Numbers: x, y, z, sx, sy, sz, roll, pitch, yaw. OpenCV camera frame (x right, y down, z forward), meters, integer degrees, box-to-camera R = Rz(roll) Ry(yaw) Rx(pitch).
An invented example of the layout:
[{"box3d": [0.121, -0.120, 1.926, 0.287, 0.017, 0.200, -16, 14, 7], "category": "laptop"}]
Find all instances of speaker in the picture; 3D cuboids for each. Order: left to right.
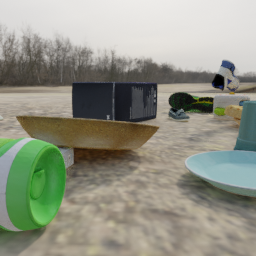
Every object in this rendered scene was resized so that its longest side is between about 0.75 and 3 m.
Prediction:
[{"box3d": [-1.857, 0.528, 2.993, 2.225, 0.984, 0.984, 2, 9, 11], "category": "speaker"}]

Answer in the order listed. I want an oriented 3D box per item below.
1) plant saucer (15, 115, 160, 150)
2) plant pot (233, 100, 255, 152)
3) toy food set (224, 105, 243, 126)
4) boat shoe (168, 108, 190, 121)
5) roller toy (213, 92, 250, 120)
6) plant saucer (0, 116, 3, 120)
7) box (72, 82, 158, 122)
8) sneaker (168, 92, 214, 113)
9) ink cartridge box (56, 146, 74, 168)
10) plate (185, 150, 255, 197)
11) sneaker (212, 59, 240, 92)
[{"box3d": [-0.803, 0.115, 5.839, 2.911, 0.515, 2.911, 4, -1, 0], "category": "plant saucer"}, {"box3d": [2.904, -0.026, 6.036, 1.121, 1.098, 1.121, 1, 10, 0], "category": "plant pot"}, {"box3d": [5.078, -0.375, 9.413, 2.964, 0.728, 2.994, -5, 10, -29], "category": "toy food set"}, {"box3d": [2.067, -0.564, 11.499, 0.539, 0.457, 1.480, -3, 9, -17], "category": "boat shoe"}, {"box3d": [4.392, -0.958, 11.900, 1.456, 1.115, 1.596, 2, 9, 14], "category": "roller toy"}, {"box3d": [-5.887, -0.492, 11.312, 1.539, 0.386, 1.539, -1, 9, 0], "category": "plant saucer"}, {"box3d": [-0.459, -1.079, 11.298, 2.177, 1.535, 2.942, 7, 11, 35], "category": "box"}, {"box3d": [3.440, -1.253, 14.856, 2.649, 1.034, 1.128, 12, 5, 16], "category": "sneaker"}, {"box3d": [-1.731, 0.610, 4.544, 1.189, 0.351, 1.486, 3, 13, 15], "category": "ink cartridge box"}, {"box3d": [1.872, 0.683, 4.228, 2.017, 0.258, 2.017, 1, 9, 0], "category": "plate"}, {"box3d": [3.343, -1.624, 9.790, 0.614, 0.878, 1.520, 35, -4, 38], "category": "sneaker"}]
